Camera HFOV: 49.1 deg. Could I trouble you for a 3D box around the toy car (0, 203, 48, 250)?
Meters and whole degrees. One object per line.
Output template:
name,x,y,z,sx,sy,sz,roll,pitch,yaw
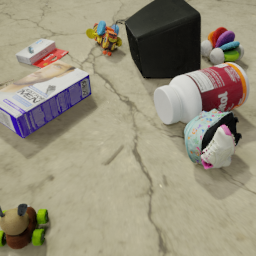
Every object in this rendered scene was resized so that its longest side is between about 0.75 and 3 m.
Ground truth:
toy car,-2.370,1.901,5.964,1.017,1.238,0.977,-1,44,-2

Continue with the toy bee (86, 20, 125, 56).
toy bee,-1.009,-3.925,12.234,1.708,1.418,2.609,11,10,-11

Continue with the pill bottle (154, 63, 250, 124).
pill bottle,2.288,-1.040,8.889,2.733,1.544,1.544,-18,46,-17

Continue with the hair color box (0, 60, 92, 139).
hair color box,-2.849,-1.092,9.374,1.631,0.967,2.985,28,48,27

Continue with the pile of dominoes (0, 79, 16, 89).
pile of dominoes,-4.604,-1.492,10.450,0.911,0.145,0.710,-21,47,-10

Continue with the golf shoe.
golf shoe,1.618,0.414,5.088,0.540,1.180,0.444,-19,50,-2

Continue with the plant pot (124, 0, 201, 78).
plant pot,1.243,-3.385,10.877,2.242,2.521,2.527,-18,46,-4

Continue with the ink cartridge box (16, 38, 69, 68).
ink cartridge box,-3.657,-3.234,12.065,1.495,0.379,1.697,18,46,20

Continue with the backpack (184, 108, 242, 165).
backpack,2.206,0.286,7.657,1.500,1.331,1.129,-39,33,-29

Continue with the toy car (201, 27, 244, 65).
toy car,3.960,-3.482,11.657,1.505,1.290,1.720,-16,46,-17
